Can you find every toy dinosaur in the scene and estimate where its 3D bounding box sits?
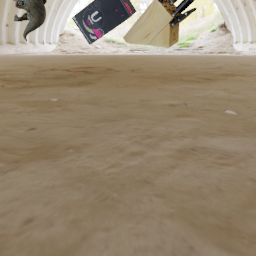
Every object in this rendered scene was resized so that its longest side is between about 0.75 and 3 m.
[{"bbox_3d":[-3.329,-4.179,9.795,1.210,2.366,0.910,1,-21,-31],"label":"toy dinosaur"}]

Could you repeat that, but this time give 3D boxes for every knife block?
[{"bbox_3d":[1.023,-3.912,9.358,2.536,2.226,0.811,16,37,29],"label":"knife block"}]

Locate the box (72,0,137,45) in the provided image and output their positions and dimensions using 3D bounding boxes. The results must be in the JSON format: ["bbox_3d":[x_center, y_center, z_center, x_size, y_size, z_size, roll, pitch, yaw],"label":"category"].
[{"bbox_3d":[-0.829,-3.990,9.872,1.876,1.147,0.995,-25,22,28],"label":"box"}]
